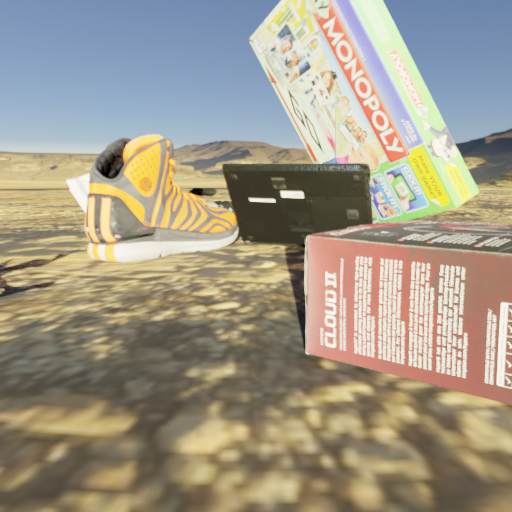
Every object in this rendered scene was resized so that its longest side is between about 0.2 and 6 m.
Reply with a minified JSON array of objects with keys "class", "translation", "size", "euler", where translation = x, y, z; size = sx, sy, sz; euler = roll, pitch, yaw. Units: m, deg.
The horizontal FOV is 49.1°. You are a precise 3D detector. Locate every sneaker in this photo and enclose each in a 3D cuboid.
[{"class":"sneaker","translation":[-1.284,-0.965,8.729],"size":[1.230,1.776,3.171],"euler":[5,10,29]}]

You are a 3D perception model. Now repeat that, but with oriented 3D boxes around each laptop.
[{"class":"laptop","translation":[0.903,-0.825,9.315],"size":[2.242,2.529,1.306],"euler":[2,45,19]}]

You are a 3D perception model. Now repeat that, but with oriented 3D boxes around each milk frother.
[{"class":"milk frother","translation":[-1.168,-0.826,11.929],"size":[1.014,0.973,1.078],"euler":[-7,-32,-42]}]

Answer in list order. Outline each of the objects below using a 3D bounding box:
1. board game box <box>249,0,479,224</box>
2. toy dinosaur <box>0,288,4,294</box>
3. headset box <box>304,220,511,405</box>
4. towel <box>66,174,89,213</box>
[{"class":"board game box","translation":[1.405,-2.156,8.182],"size":[0.527,3.623,2.438],"euler":[-32,6,-23]},{"class":"toy dinosaur","translation":[-3.199,0.228,5.388],"size":[1.888,0.448,0.832],"euler":[0,23,1]},{"class":"headset box","translation":[1.523,0.247,3.721],"size":[2.270,0.851,1.687],"euler":[7,11,39]},{"class":"towel","translation":[-2.414,-1.162,10.570],"size":[1.896,1.392,0.226],"euler":[-31,-6,-39]}]
